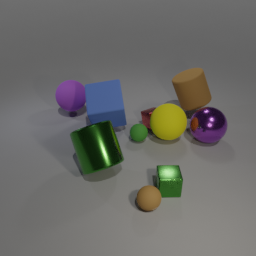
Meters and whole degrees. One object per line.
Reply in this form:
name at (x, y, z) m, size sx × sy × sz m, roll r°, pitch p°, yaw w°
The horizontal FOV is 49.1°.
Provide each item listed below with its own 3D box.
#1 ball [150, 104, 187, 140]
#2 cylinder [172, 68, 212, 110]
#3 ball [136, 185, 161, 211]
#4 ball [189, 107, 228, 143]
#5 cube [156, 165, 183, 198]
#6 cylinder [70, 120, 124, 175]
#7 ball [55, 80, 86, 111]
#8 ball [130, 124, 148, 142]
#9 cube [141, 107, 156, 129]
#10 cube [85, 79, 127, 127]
ball at (1.545, -0.236, 10.743) m, size 1.400 × 1.400 × 1.400 m, roll 0°, pitch 30°, yaw 0°
cylinder at (2.799, -1.711, 12.300) m, size 1.400 × 1.400 × 1.400 m, roll -21°, pitch 24°, yaw 10°
ball at (0.589, 1.966, 7.867) m, size 0.700 × 0.700 × 0.700 m, roll 0°, pitch 30°, yaw 0°
ball at (3.065, -0.111, 10.701) m, size 1.400 × 1.400 × 1.400 m, roll 0°, pitch 30°, yaw 0°
cube at (1.229, 1.606, 8.476) m, size 0.700 × 0.700 × 0.700 m, roll -1°, pitch 30°, yaw -1°
cylinder at (-0.990, 0.613, 9.001) m, size 1.400 × 1.400 × 1.400 m, roll -19°, pitch -1°, yaw 0°
ball at (-2.536, -1.445, 12.565) m, size 1.400 × 1.400 × 1.400 m, roll 0°, pitch 30°, yaw 0°
ball at (0.416, 0.178, 10.851) m, size 0.700 × 0.700 × 0.700 m, roll 0°, pitch 30°, yaw 0°
cube at (1.047, -0.418, 11.731) m, size 0.700 × 0.700 × 0.700 m, roll -20°, pitch 19°, yaw -24°
cube at (-0.877, -0.910, 11.266) m, size 1.400 × 1.400 × 1.400 m, roll -9°, pitch 64°, yaw 0°
